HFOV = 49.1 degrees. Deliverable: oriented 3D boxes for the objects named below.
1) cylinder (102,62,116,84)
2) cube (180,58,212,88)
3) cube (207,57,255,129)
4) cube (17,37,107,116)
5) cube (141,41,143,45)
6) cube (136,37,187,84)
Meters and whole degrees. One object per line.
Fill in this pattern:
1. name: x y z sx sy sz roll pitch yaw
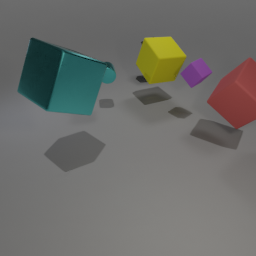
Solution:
1. cylinder: -0.868 -2.291 11.594 0.700 0.700 0.700 -4 35 -7
2. cube: 2.538 -2.046 10.417 0.700 0.700 0.700 -31 82 -37
3. cube: 3.730 -1.096 9.072 1.400 1.400 1.400 42 58 -3
4. cube: -1.631 -1.238 6.936 1.400 1.400 1.400 29 16 36
5. cube: 1.115 -4.057 14.044 0.700 0.700 0.700 -19 5 12
6. cube: 1.388 -2.931 12.111 1.400 1.400 1.400 -12 56 -26
